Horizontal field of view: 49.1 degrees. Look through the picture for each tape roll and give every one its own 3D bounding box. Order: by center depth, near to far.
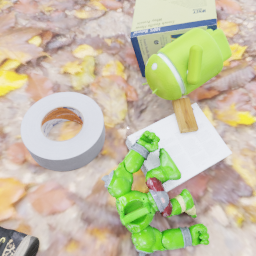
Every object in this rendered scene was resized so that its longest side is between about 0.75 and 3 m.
[{"bbox_3d":[-1.733,0.061,7.692,2.195,0.725,2.195,0,56,-1],"label":"tape roll"}]

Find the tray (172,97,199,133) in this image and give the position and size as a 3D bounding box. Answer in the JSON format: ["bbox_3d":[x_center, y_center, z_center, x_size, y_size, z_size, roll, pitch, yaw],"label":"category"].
[{"bbox_3d":[1.487,-0.342,7.325,0.459,0.172,0.931,-8,68,-9],"label":"tray"}]

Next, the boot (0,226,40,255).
[{"bbox_3d":[-3.237,2.987,5.608,1.881,0.914,2.498,22,55,13],"label":"boot"}]

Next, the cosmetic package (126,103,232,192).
[{"bbox_3d":[1.300,0.521,7.311,2.205,0.570,1.662,-26,74,-16],"label":"cosmetic package"}]

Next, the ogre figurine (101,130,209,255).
[{"bbox_3d":[0.513,1.573,6.241,1.633,1.337,2.724,-26,104,-10],"label":"ogre figurine"}]

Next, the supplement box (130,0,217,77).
[{"bbox_3d":[1.543,-3.210,8.994,2.478,1.663,2.475,-4,55,16],"label":"supplement box"}]

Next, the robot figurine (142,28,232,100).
[{"bbox_3d":[1.471,-1.632,7.274,2.334,1.350,2.048,-33,24,-1],"label":"robot figurine"}]
